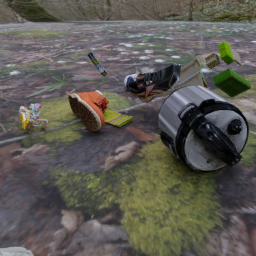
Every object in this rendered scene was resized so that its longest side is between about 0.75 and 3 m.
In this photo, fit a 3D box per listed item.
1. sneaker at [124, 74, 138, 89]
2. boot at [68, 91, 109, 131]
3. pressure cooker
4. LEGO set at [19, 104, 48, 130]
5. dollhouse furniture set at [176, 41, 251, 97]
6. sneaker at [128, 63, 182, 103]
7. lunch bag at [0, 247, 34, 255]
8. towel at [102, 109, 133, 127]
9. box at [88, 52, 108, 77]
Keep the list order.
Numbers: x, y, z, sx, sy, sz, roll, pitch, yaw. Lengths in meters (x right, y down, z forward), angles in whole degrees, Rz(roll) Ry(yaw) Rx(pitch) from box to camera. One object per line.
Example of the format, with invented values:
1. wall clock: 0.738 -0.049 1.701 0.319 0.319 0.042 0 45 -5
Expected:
1. sneaker: 0.563 -2.662 15.981 1.076 0.695 1.983 10 26 23
2. boot: -1.393 -0.897 11.940 1.569 1.098 2.926 -14 32 -22
3. pressure cooker: 2.351 0.034 8.796 2.352 2.389 2.674 -4 26 -15
4. LEGO set: -3.864 -0.416 11.492 0.821 1.014 2.205 3 -1 -31
5. dollhouse furniture set: 3.576 -2.128 12.411 1.437 2.864 1.876 19 56 -37
6. sneaker: 0.995 -1.912 11.901 1.254 2.904 1.167 22 61 -26
7. lunch bag: -2.185 3.021 3.790 2.754 1.619 2.258 -15 35 -34
8. towel: -0.958 -0.564 12.392 2.273 0.205 0.978 19 32 33
9. box: -1.062 -2.231 9.868 0.181 0.819 0.656 -36 -2 6
